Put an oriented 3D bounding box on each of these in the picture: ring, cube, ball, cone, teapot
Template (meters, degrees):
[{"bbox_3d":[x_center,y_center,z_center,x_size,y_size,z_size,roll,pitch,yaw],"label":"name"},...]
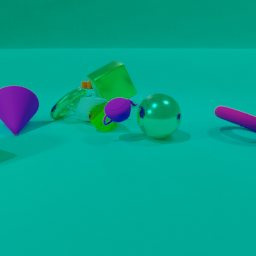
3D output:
[{"bbox_3d":[-1.816,-0.739,8.536,1.331,0.266,1.331,-39,-2,-1],"label":"ring"},{"bbox_3d":[-0.595,-1.575,10.144,1.215,1.215,1.215,-31,25,-7],"label":"cube"},{"bbox_3d":[0.764,-0.290,6.882,1.111,1.111,1.111,0,17,0],"label":"ball"},{"bbox_3d":[2.956,-0.188,7.123,1.542,0.308,1.542,20,7,-3],"label":"ring"},{"bbox_3d":[-3.037,-0.237,7.573,1.300,1.300,1.305,-6,45,-17],"label":"cone"},{"bbox_3d":[-0.484,-0.493,7.313,0.888,0.888,0.891,-10,-22,-29],"label":"cone"},{"bbox_3d":[-0.984,-0.640,8.373,1.701,0.833,1.058,5,8,1],"label":"teapot"},{"bbox_3d":[-0.190,-0.414,6.723,1.057,0.518,0.657,-38,40,-22],"label":"teapot"}]

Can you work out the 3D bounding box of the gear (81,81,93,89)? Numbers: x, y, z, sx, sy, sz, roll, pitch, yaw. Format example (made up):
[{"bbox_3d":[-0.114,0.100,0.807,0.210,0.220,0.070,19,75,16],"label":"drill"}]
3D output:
[{"bbox_3d":[-1.175,-1.799,12.013,1.607,0.297,1.607,2,7,0],"label":"gear"}]
